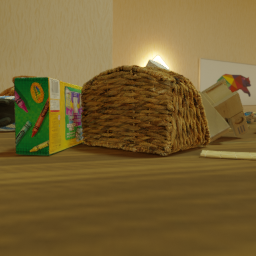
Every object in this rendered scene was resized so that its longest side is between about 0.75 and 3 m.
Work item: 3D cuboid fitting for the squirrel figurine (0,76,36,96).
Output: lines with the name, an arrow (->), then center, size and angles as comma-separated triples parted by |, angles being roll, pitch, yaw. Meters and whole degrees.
squirrel figurine -> -3.312, -0.974, 9.904 | 2.588, 1.831, 2.415 | -3, 10, 4

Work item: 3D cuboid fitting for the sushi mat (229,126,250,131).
sushi mat -> 2.197, -0.030, 7.482 | 0.874, 0.111, 1.827 | -3, 5, -41

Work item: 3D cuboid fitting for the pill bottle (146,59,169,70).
pill bottle -> 0.782, -1.641, 11.033 | 1.093, 1.914, 1.093 | 24, 24, -11

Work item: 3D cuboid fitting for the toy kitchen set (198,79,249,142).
toy kitchen set -> 1.483, 0.050, 4.838 | 1.198, 1.081, 0.977 | -31, 42, 8

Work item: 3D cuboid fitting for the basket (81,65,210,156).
basket -> 0.242, -0.287, 3.919 | 1.547, 1.104, 1.152 | 4, 7, 41

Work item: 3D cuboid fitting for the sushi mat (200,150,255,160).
sushi mat -> 1.204, 0.300, 3.119 | 0.758, 0.046, 0.363 | 1, 3, 17

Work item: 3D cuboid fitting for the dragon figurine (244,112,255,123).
dragon figurine -> 4.545, -0.386, 10.317 | 1.455, 0.428, 0.723 | -2, 5, -17

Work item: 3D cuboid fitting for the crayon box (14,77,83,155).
crayon box -> -0.982, -0.173, 3.860 | 0.435, 0.886, 1.492 | 1, 3, 7

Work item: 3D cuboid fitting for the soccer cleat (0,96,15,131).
soccer cleat -> -2.238, -0.403, 6.865 | 2.698, 0.943, 1.165 | 0, 0, -14
